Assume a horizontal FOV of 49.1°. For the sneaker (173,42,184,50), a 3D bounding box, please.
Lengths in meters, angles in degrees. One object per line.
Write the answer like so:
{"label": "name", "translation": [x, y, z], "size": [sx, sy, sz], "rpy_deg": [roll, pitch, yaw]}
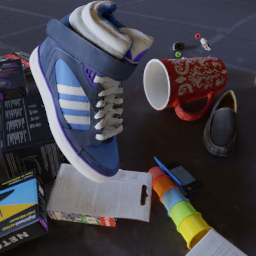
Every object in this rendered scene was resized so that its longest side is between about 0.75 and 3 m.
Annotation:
{"label": "sneaker", "translation": [2.454, -3.933, 13.419], "size": [0.403, 0.287, 0.812], "rpy_deg": [14, 34, 27]}

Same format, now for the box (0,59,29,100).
{"label": "box", "translation": [-3.898, -1.178, 8.879], "size": [1.373, 1.191, 2.246], "rpy_deg": [-12, 38, -16]}

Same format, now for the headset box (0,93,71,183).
{"label": "headset box", "translation": [-1.765, 0.071, 7.148], "size": [2.626, 1.218, 2.287], "rpy_deg": [-14, 38, -18]}

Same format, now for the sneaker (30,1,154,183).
{"label": "sneaker", "translation": [-0.296, -0.551, 4.077], "size": [1.804, 2.464, 0.993], "rpy_deg": [-26, -1, 30]}

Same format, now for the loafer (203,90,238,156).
{"label": "loafer", "translation": [2.623, -0.198, 7.807], "size": [0.887, 0.881, 2.436], "rpy_deg": [10, 38, 12]}

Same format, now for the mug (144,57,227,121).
{"label": "mug", "translation": [1.965, -1.322, 9.218], "size": [2.367, 2.101, 1.579], "rpy_deg": [-13, 2, -24]}

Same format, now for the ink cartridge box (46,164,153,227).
{"label": "ink cartridge box", "translation": [-0.523, 1.397, 5.784], "size": [2.010, 0.506, 1.095], "rpy_deg": [5, 50, 6]}

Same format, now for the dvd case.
{"label": "dvd case", "translation": [-4.983, -2.432, 11.373], "size": [1.974, 0.298, 2.704], "rpy_deg": [27, 43, 32]}

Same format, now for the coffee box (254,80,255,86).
{"label": "coffee box", "translation": [5.375, -2.094, 10.645], "size": [0.853, 0.595, 1.492], "rpy_deg": [15, 39, 19]}

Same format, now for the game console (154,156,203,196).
{"label": "game console", "translation": [1.158, 0.992, 6.387], "size": [0.838, 0.581, 0.982], "rpy_deg": [-17, 41, -27]}

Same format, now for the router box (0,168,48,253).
{"label": "router box", "translation": [-2.458, 1.666, 5.270], "size": [1.797, 0.459, 1.341], "rpy_deg": [-23, 40, -5]}

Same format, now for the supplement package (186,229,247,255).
{"label": "supplement package", "translation": [1.302, 2.673, 3.381], "size": [1.469, 1.458, 1.936], "rpy_deg": [-28, 45, -33]}

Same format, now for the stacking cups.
{"label": "stacking cups", "translation": [0.929, 1.520, 5.751], "size": [0.583, 0.583, 1.926], "rpy_deg": [-15, 37, -20]}

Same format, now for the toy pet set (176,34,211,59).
{"label": "toy pet set", "translation": [2.596, -2.537, 10.678], "size": [1.481, 1.587, 0.843], "rpy_deg": [44, 18, -8]}
